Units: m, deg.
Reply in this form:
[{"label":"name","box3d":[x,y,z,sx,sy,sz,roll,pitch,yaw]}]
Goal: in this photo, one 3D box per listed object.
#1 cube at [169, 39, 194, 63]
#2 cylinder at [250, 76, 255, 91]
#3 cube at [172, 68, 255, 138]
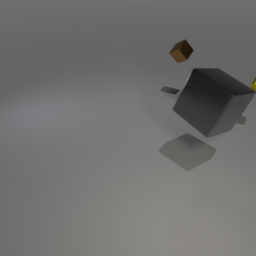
[{"label":"cube","box3d":[2.532,-3.620,13.262,0.700,0.700,0.700,-54,23,-20]},{"label":"cylinder","box3d":[5.086,-1.710,10.557,0.700,0.700,0.700,26,79,38]},{"label":"cube","box3d":[2.416,-0.759,7.962,1.400,1.400,1.400,-11,45,-43]}]
